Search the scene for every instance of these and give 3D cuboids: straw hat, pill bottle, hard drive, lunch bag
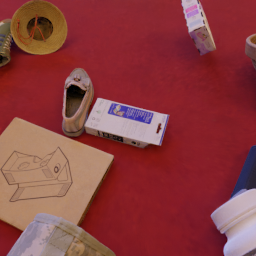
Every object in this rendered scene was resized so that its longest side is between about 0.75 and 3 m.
[{"bbox_3d":[-2.834,-3.210,9.061,1.724,1.724,0.729,-11,18,-7],"label":"straw hat"},{"bbox_3d":[2.639,2.452,4.947,1.419,1.419,2.563,-22,59,-14],"label":"pill bottle"},{"bbox_3d":[3.833,1.507,6.078,2.718,0.575,1.833,27,60,17],"label":"hard drive"},{"bbox_3d":[-1.296,2.574,3.904,1.626,2.765,2.268,29,62,2],"label":"lunch bag"}]

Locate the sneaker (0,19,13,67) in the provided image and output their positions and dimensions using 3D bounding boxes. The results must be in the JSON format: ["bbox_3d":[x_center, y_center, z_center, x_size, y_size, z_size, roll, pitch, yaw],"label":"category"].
[{"bbox_3d":[-3.930,-2.373,8.602,1.030,0.770,2.295,29,61,10],"label":"sneaker"}]

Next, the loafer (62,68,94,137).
[{"bbox_3d":[-1.378,-0.866,7.573,0.805,0.704,2.240,0,57,0],"label":"loafer"}]

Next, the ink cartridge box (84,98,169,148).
[{"bbox_3d":[-0.014,-0.100,7.266,1.999,0.392,0.994,15,58,11],"label":"ink cartridge box"}]

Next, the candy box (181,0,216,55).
[{"bbox_3d":[2.124,-3.138,8.473,0.508,1.191,1.420,-19,60,24],"label":"candy box"}]

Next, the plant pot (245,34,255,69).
[{"bbox_3d":[4.626,-1.680,7.437,2.943,1.358,2.943,-3,30,2],"label":"plant pot"}]

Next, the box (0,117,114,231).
[{"bbox_3d":[-2.088,1.115,6.495,2.846,0.303,2.326,20,60,13],"label":"box"}]
